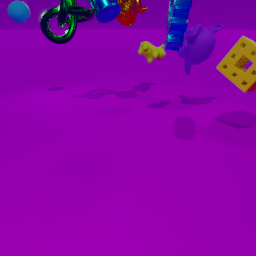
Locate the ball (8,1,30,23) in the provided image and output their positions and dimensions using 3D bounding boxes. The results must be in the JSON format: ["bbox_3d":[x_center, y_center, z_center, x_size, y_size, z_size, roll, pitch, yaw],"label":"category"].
[{"bbox_3d":[-3.941,-4.195,10.128,0.748,0.748,0.748,0,21,0],"label":"ball"}]

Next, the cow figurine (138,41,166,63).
[{"bbox_3d":[0.757,-2.422,8.752,0.895,0.491,0.881,35,45,-20],"label":"cow figurine"}]

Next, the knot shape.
[{"bbox_3d":[-1.942,-3.754,9.464,0.860,1.862,1.742,49,38,13],"label":"knot shape"}]

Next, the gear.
[{"bbox_3d":[1.018,-2.430,5.635,0.307,1.662,1.662,7,22,2],"label":"gear"}]

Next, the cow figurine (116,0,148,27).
[{"bbox_3d":[0.092,-4.383,10.452,0.944,1.719,1.692,-9,-22,25],"label":"cow figurine"}]

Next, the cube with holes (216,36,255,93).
[{"bbox_3d":[3.197,-1.659,7.429,1.003,1.003,1.003,49,32,20],"label":"cube with holes"}]

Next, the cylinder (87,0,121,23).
[{"bbox_3d":[-0.776,-3.987,8.982,0.856,0.856,0.856,-25,-11,-5],"label":"cylinder"}]

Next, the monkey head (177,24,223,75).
[{"bbox_3d":[2.170,-2.810,9.293,1.154,1.916,1.378,20,26,-32],"label":"monkey head"}]
